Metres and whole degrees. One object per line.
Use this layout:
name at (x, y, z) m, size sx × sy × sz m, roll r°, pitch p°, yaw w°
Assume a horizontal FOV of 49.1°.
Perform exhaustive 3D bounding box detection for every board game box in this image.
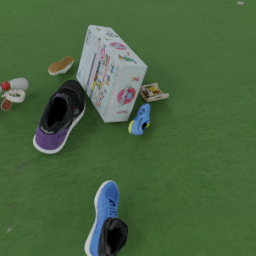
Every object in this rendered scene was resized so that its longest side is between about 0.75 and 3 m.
board game box at (-0.663, -1.798, 9.079) m, size 0.880 × 2.020 × 2.737 m, roll -3°, pitch 41°, yaw -31°

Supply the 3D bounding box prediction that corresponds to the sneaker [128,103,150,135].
sneaker at (0.502, -0.262, 8.623) m, size 0.529 × 0.445 × 1.349 m, roll 10°, pitch 44°, yaw 23°

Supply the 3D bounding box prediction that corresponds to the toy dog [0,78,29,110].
toy dog at (-4.381, -0.998, 9.179) m, size 2.126 × 1.024 × 1.402 m, roll 0°, pitch 44°, yaw -18°

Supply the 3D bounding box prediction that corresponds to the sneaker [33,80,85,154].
sneaker at (-1.852, -0.678, 8.395) m, size 1.105 × 1.277 × 2.917 m, roll 18°, pitch 47°, yaw -8°

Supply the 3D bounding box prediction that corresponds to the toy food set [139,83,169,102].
toy food set at (0.855, -1.270, 9.703) m, size 0.759 × 0.319 × 1.057 m, roll -13°, pitch 33°, yaw -11°

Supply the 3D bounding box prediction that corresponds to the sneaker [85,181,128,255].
sneaker at (-0.329, 1.909, 6.001) m, size 0.649 × 0.941 × 1.691 m, roll 34°, pitch 54°, yaw -28°

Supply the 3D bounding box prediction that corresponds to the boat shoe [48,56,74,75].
boat shoe at (-2.542, -2.283, 10.732) m, size 0.469 × 0.459 × 1.324 m, roll 34°, pitch 45°, yaw 9°
